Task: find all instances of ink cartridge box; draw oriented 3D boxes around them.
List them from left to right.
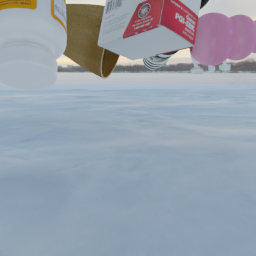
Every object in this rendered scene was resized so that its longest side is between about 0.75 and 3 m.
[{"bbox_3d":[0.468,-2.644,5.224,0.981,2.367,1.737,14,-6,-40],"label":"ink cartridge box"}]

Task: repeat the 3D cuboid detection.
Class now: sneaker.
[{"bbox_3d":[1.070,-2.744,7.218,1.083,2.870,1.651,30,-18,-7],"label":"sneaker"}]

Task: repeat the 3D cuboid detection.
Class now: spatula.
[{"bbox_3d":[2.280,-1.793,7.866,1.127,0.130,1.622,1,-5,20],"label":"spatula"}]

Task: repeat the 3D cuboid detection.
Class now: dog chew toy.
[{"bbox_3d":[2.304,-1.987,6.191,1.816,1.131,1.131,-3,11,4],"label":"dog chew toy"}]

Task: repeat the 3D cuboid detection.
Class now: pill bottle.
[{"bbox_3d":[-1.315,-1.456,3.676,0.990,1.783,0.990,-5,-18,-1],"label":"pill bottle"}]

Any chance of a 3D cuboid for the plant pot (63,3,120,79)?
[{"bbox_3d":[-1.587,-3.267,9.639,2.561,2.387,2.387,22,14,6],"label":"plant pot"}]
